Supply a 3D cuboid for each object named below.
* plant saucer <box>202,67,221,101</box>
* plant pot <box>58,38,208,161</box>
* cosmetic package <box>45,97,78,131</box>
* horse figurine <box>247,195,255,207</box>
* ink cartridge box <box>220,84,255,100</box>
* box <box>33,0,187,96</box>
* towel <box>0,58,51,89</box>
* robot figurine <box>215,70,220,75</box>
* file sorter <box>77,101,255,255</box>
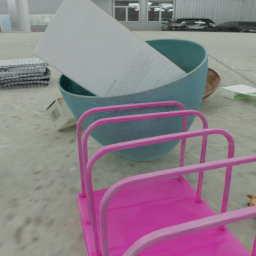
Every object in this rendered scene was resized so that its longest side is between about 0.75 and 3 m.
[{"bbox_3d":[1.805,-1.420,9.684,2.665,0.488,2.665,-8,36,6],"label":"plant saucer"},{"bbox_3d":[0.244,-0.465,5.830,2.852,1.921,2.852,-10,31,6],"label":"plant pot"},{"bbox_3d":[-1.356,-0.547,7.641,1.514,0.660,0.782,-24,-6,-46],"label":"cosmetic package"},{"bbox_3d":[2.586,1.435,3.169,1.746,0.657,2.634,-9,27,10],"label":"horse figurine"},{"bbox_3d":[4.209,-1.232,10.045,1.065,0.351,1.463,-10,25,-23],"label":"ink cartridge box"},{"bbox_3d":[-0.254,-1.173,5.223,2.474,1.206,1.539,33,9,-16],"label":"box"},{"bbox_3d":[-4.497,-2.369,11.995,2.375,1.017,1.967,-9,23,-16],"label":"towel"},{"bbox_3d":[3.511,-2.143,11.957,0.947,0.711,0.591,-22,14,-40],"label":"robot figurine"},{"bbox_3d":[0.449,0.847,3.310,1.893,1.709,2.724,-7,24,-15],"label":"file sorter"}]
